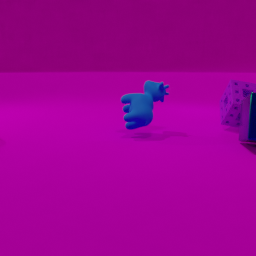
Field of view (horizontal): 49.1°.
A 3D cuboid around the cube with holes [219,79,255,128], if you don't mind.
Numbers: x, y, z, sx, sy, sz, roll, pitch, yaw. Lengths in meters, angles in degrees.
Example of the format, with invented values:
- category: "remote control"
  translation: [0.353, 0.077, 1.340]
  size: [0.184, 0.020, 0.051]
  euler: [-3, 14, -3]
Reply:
- category: "cube with holes"
  translation: [3.380, -0.685, 8.320]
  size: [0.973, 0.973, 0.973]
  euler: [10, 53, 2]

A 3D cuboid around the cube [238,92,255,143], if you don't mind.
- category: "cube"
  translation: [3.233, -0.181, 6.463]
  size: [1.051, 1.051, 1.051]
  euler: [5, -4, 11]

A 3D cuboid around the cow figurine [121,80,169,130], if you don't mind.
- category: "cow figurine"
  translation: [0.531, -0.658, 7.748]
  size: [1.410, 0.787, 1.433]
  euler: [-10, 52, 1]
